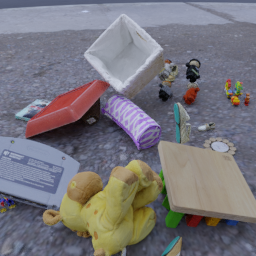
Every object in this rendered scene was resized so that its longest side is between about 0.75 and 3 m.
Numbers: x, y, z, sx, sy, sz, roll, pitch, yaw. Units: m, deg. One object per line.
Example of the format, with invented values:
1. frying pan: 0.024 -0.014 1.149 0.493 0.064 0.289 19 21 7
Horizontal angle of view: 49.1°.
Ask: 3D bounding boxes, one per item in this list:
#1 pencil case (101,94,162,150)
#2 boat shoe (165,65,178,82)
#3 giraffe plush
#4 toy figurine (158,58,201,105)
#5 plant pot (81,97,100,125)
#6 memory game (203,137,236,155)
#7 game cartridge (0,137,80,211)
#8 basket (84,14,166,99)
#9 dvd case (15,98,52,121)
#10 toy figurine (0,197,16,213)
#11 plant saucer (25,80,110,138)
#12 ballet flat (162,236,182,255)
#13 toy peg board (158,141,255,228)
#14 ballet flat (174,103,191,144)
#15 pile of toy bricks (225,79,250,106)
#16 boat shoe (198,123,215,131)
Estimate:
1. pencil case: 0.083 -0.314 11.144 1.209 1.187 2.829 -24 42 -25
2. boat shoe: 2.464 -3.051 15.645 0.548 0.473 1.502 17 38 22
3. giraffe plush: -0.742 2.068 7.339 2.320 2.468 2.860 12 71 33
4. toy figurine: 2.406 -2.258 13.214 1.981 2.012 1.400 7 48 17
5. plant pot: -1.670 -0.788 12.021 1.197 1.197 1.280 -9 52 -13
6. memory game: 3.473 0.733 10.624 1.212 0.077 1.212 0 34 0
7. game cartridge: -2.935 1.296 8.413 2.759 0.564 1.836 20 56 -9
8. basket: -0.039 -2.873 11.967 2.471 1.987 2.448 -44 73 4
9. dvd case: -4.064 -0.804 12.698 1.237 0.186 1.694 13 35 18
10. toy figurine: -3.537 2.034 8.445 0.970 0.512 0.581 -21 35 -29
11. plant saucer: -2.504 -0.923 11.368 2.987 0.548 2.982 -17 25 32
12. ballet flat: 0.953 3.259 6.834 1.410 0.484 0.444 -32 74 -34
13. toy peg board: 2.113 1.841 8.362 2.547 1.251 2.558 11 35 -11
14. ballet flat: 1.581 -0.165 8.064 0.429 1.375 0.464 -13 33 -7
15. pile of toy bricks: 5.337 -1.844 13.572 0.997 0.887 1.797 2 35 2
16. boat shoe: 3.255 -0.060 11.590 0.753 0.258 0.281 -10 36 -14
